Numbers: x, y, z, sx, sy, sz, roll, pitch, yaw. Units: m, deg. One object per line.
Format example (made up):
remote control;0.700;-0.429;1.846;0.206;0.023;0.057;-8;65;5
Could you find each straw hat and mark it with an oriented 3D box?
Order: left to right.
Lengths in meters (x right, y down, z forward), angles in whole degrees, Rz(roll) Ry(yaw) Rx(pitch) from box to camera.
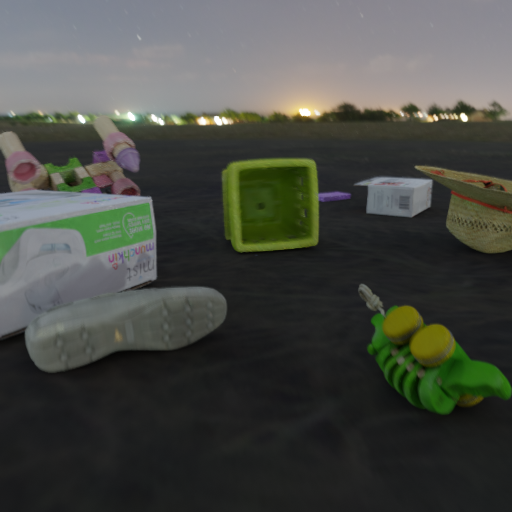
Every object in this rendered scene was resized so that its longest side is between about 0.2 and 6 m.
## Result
straw hat;3.976;-0.692;9.620;2.783;1.178;2.783;10;15;-3

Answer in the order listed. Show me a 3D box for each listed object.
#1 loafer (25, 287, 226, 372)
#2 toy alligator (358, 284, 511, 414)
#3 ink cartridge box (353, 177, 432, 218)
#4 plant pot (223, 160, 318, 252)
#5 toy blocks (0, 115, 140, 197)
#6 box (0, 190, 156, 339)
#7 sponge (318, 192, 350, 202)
loafer;-1.271;0.615;5.626;1.965;0.687;0.686;-7;26;-23
toy alligator;1.311;0.850;5.033;0.612;0.669;2.256;-43;22;-3
ink cartridge box;3.312;-1.459;13.578;1.479;0.707;1.685;9;17;30
plant pot;0.164;-0.924;10.085;1.522;1.530;1.388;-5;8;-15
toy blocks;-3.240;-0.951;10.395;2.291;2.451;2.063;-20;56;-29
box;-2.994;-0.043;7.112;2.312;1.267;2.621;6;15;30
sponge;2.050;-1.622;15.340;0.965;0.144;0.538;-10;17;-32
